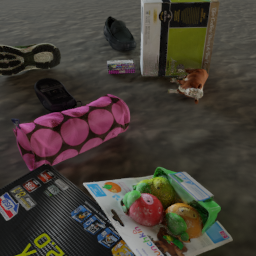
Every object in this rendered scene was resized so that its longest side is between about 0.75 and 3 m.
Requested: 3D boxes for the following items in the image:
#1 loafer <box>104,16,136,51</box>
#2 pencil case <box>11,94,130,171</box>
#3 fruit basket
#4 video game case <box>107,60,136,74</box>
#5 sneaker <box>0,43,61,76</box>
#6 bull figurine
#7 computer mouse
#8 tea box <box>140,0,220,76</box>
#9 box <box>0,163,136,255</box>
[{"bbox_3d":[-0.437,-4.137,12.230,1.000,1.034,2.945,-12,36,-17],"label":"loafer"},{"bbox_3d":[-1.197,-0.021,6.185,2.439,1.107,1.143,-21,32,-31],"label":"pencil case"},{"bbox_3d":[0.481,1.183,4.170,1.805,0.846,1.672,10,22,-42],"label":"fruit basket"},{"bbox_3d":[-0.263,-2.229,10.184,0.983,0.176,0.891,-4,34,-5],"label":"video game case"},{"bbox_3d":[-3.899,-2.549,10.119,2.766,1.064,1.226,-7,24,-23],"label":"sneaker"},{"bbox_3d":[1.871,-1.338,8.513,1.079,0.579,1.777,15,37,20],"label":"bull figurine"},{"bbox_3d":[-2.011,-0.713,7.763,1.286,0.489,1.856,-19,50,-28],"label":"computer mouse"},{"bbox_3d":[1.617,-3.186,9.600,2.362,2.401,1.604,0,34,0],"label":"tea box"},{"bbox_3d":[-1.224,1.844,3.770,2.808,0.621,2.249,29,43,35],"label":"box"}]
